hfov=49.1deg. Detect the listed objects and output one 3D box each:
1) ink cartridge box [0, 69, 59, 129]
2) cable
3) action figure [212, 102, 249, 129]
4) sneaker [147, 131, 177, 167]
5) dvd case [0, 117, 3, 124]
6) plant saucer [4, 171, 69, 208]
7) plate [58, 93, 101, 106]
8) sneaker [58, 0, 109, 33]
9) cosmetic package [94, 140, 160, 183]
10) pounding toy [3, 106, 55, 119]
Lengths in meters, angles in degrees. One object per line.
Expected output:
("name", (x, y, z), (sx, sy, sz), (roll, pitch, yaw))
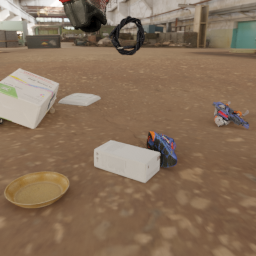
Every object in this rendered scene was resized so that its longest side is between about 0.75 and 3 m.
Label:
("ink cartridge box", (-3.564, -1.235, 10.086), (1.659, 0.953, 2.832), (20, 26, -8))
("cable", (0.076, -3.518, 10.649), (1.500, 1.224, 0.381), (-49, 10, -9))
("action figure", (3.549, -0.341, 9.652), (1.379, 0.746, 1.425), (-22, 56, -33))
("sneaker", (0.961, 0.479, 7.147), (0.648, 0.622, 1.652), (2, 21, -11))
("dvd case", (-5.705, 0.003, 8.883), (1.947, 0.294, 2.668), (8, 23, 22))
("plant saucer", (-1.776, 1.243, 5.545), (1.220, 0.216, 1.220), (0, 20, 0))
("plate", (-2.167, -1.329, 12.645), (1.463, 0.236, 1.460), (7, 22, 19))
("sneaker", (-0.872, -2.804, 6.462), (0.800, 1.105, 2.263), (-10, 24, 19))
("cosmetic package", (-0.030, 0.744, 6.518), (1.403, 0.519, 0.713), (14, 25, 30))
("pounding toy", (-4.515, -1.339, 11.008), (2.923, 1.356, 2.256), (-8, 22, -21))
